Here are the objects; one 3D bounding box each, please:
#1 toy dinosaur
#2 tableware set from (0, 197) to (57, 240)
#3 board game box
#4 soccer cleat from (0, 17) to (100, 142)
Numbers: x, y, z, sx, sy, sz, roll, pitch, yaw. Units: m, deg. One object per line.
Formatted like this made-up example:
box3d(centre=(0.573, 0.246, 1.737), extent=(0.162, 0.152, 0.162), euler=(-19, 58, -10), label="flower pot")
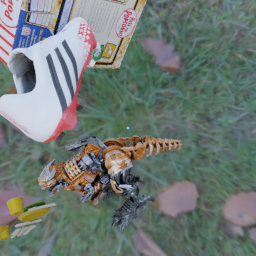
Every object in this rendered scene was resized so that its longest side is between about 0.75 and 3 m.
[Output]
box3d(centre=(-0.221, 0.701, 4.450), extent=(2.182, 1.481, 1.115), euler=(-10, 31, 15), label="toy dinosaur")
box3d(centre=(-2.042, 1.603, 4.838), extent=(1.128, 1.675, 0.257), euler=(-1, 57, -41), label="tableware set")
box3d(centre=(-0.889, -2.268, 5.360), extent=(0.677, 2.923, 2.214), euler=(40, 120, 26), label="board game box")
box3d(centre=(-1.059, -0.921, 3.895), extent=(1.037, 0.835, 2.435), euler=(32, 45, -33), label="soccer cleat")
